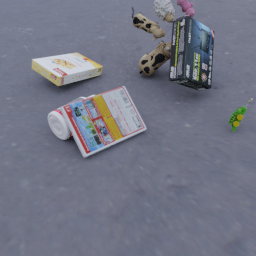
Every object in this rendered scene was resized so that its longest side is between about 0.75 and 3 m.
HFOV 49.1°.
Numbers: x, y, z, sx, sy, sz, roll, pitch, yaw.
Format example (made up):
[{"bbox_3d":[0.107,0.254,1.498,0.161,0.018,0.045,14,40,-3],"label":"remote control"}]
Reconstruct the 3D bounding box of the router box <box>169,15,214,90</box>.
[{"bbox_3d":[2.305,-2.609,10.015,1.688,2.253,0.700,7,-5,-41],"label":"router box"}]

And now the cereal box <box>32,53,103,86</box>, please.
[{"bbox_3d":[-2.411,-2.442,11.318,1.680,0.461,2.335,32,36,25],"label":"cereal box"}]

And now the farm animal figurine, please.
[{"bbox_3d":[1.368,-3.526,10.933,2.395,2.965,1.491,0,29,15],"label":"farm animal figurine"}]

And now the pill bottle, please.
[{"bbox_3d":[-1.559,-0.409,8.738,0.926,0.926,1.672,28,46,31],"label":"pill bottle"}]

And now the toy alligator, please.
[{"bbox_3d":[3.378,-0.439,8.580,0.321,1.185,0.351,24,26,8],"label":"toy alligator"}]

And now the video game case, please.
[{"bbox_3d":[-0.670,-0.257,8.343,2.212,0.193,1.582,-23,82,-30],"label":"video game case"}]
